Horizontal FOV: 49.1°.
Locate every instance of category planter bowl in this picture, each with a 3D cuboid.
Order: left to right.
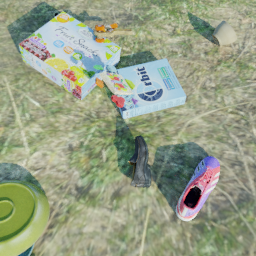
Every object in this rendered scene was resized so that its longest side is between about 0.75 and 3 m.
[{"bbox_3d":[4.037,-3.934,11.931,0.682,1.013,1.013,-36,60,11],"label":"planter bowl"}]

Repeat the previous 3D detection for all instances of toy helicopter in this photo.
[{"bbox_3d":[-0.581,-3.723,10.812,1.511,0.596,0.999,-1,35,-5],"label":"toy helicopter"}]

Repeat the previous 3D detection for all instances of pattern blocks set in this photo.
[{"bbox_3d":[-0.352,-1.388,8.791,1.811,0.147,1.591,49,35,18],"label":"pattern blocks set"}]

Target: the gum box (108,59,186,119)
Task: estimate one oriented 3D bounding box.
[{"bbox_3d":[0.672,-1.525,10.554,2.386,0.532,2.027,-14,58,-9],"label":"gum box"}]

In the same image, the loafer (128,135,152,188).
[{"bbox_3d":[0.316,1.018,8.760,0.619,0.624,1.713,-1,61,-11],"label":"loafer"}]

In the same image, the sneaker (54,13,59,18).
[{"bbox_3d":[-3.112,-4.761,12.665,0.421,0.488,1.113,-23,62,-16],"label":"sneaker"}]

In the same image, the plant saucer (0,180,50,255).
[{"bbox_3d":[-3.471,2.400,7.814,2.456,0.382,2.456,1,45,-1],"label":"plant saucer"}]

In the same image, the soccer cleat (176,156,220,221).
[{"bbox_3d":[2.179,1.676,8.315,0.779,0.836,2.283,30,62,18],"label":"soccer cleat"}]

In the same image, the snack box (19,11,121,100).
[{"bbox_3d":[-2.190,-2.884,10.921,2.970,1.005,2.504,36,63,9],"label":"snack box"}]

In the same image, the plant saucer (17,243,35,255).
[{"bbox_3d":[-3.565,3.069,7.690,2.175,0.391,2.175,0,57,1],"label":"plant saucer"}]
